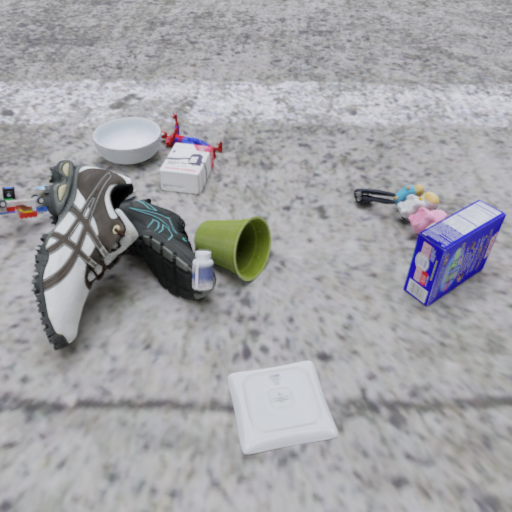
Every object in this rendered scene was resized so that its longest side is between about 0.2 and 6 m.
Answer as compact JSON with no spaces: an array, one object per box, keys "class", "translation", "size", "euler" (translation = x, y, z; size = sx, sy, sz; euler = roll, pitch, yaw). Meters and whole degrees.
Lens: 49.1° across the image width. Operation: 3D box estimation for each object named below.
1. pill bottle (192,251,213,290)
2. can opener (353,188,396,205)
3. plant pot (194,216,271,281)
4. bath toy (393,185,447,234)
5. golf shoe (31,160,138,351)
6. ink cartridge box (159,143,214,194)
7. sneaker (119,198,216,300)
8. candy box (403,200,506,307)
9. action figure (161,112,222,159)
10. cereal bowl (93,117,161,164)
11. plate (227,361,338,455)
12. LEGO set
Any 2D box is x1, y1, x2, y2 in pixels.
[{"class":"pill bottle","translation":[-0.893,0.239,9.377],"size":[0.344,0.619,0.344],"euler":[2,8,0]},{"class":"can opener","translation":[2.572,-1.305,12.151],"size":[0.448,0.361,1.139],"euler":[-17,15,-32]},{"class":"plant pot","translation":[-0.529,-0.239,10.746],"size":[1.174,1.236,1.236],"euler":[13,41,31]},{"class":"bath toy","translation":[3.553,-0.736,11.592],"size":[0.844,0.718,1.942],"euler":[-33,37,16]},{"class":"golf shoe","translation":[-2.830,-0.089,9.491],"size":[1.580,1.300,3.345],"euler":[3,71,-8]},{"class":"ink cartridge box","translation":[-1.622,-2.077,13.212],"size":[0.951,0.554,1.313],"euler":[7,41,8]},{"class":"sneaker","translation":[-1.733,-0.323,10.720],"size":[1.243,1.182,3.135],"euler":[-32,50,-34]},{"class":"candy box","translation":[3.591,-0.066,10.200],"size":[1.694,1.432,0.653],"euler":[-25,49,-26]},{"class":"action figure","translation":[-1.743,-3.092,14.213],"size":[1.740,0.861,0.568],"euler":[15,43,21]},{"class":"cereal bowl","translation":[-3.159,-2.762,13.903],"size":[1.654,0.689,1.654],"euler":[0,40,0]},{"class":"plate","translation":[0.367,2.206,8.500],"size":[1.435,0.232,1.438],"euler":[-8,41,-8]},{"class":"LEGO set","translation":[-4.336,-1.067,11.962],"size":[2.962,0.727,2.213],"euler":[4,16,7]}]
